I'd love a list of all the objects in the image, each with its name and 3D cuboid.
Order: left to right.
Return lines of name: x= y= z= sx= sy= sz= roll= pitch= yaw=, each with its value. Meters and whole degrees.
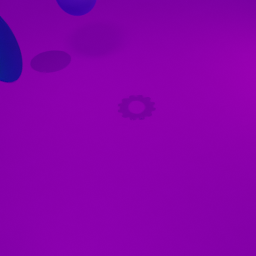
cone: x=-3.028 y=-1.352 z=5.259 sx=1.422 sy=1.417 sz=1.417 roll=-14 pitch=50 yaw=13
ball: x=-1.667 y=-4.325 z=8.980 sx=1.361 sy=1.361 sz=1.361 roll=0 pitch=51 yaw=0
